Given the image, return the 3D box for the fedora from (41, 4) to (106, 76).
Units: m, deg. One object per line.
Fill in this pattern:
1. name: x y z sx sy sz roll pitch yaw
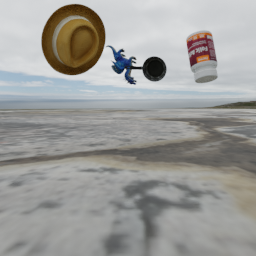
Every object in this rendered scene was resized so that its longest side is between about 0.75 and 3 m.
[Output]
1. fedora: -1.844 -3.088 10.275 2.661 2.661 1.085 -2 29 -27

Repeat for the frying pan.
1. frying pan: 0.439 -1.294 6.415 0.942 0.570 0.153 -14 14 25

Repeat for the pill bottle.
1. pill bottle: 2.951 -2.791 11.106 1.056 1.849 1.056 -7 -11 -1

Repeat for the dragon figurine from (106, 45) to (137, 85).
1. dragon figurine: -0.354 -2.723 11.876 2.159 1.073 0.635 37 -12 7
